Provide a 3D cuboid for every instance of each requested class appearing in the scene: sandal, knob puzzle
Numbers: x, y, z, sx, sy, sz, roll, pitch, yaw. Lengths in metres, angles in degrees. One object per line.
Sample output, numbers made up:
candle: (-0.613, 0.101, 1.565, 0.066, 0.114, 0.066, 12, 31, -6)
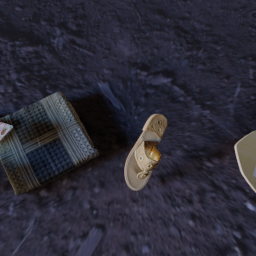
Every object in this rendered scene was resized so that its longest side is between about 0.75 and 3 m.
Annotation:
sandal: (0.465, 0.576, 6.345, 0.694, 0.623, 1.894, 21, 89, -15)
knob puzzle: (3.219, 0.766, 6.568, 1.824, 0.253, 1.824, 2, 77, -10)

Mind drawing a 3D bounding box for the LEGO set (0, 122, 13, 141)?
LEGO set: (-4.183, 0.867, 6.796, 1.978, 0.650, 2.648, 12, 52, 28)

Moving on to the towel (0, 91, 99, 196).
towel: (-2.247, 0.308, 7.370, 2.262, 0.406, 2.349, -27, 64, -13)
